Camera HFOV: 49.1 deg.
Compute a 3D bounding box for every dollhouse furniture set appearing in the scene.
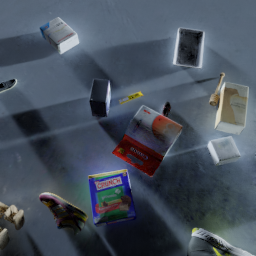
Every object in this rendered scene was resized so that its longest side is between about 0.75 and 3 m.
[{"bbox_3d":[-4.558,3.185,8.456,1.953,1.383,2.126,23,43,11],"label":"dollhouse furniture set"}]

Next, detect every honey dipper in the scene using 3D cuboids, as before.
[{"bbox_3d":[3.655,-1.610,11.368,0.325,0.325,1.713,21,59,11],"label":"honey dipper"}]

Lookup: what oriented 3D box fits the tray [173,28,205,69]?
[{"bbox_3d":[2.700,-3.502,12.392,1.217,0.251,2.267,9,62,6],"label":"tray"}]

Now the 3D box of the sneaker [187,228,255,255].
[{"bbox_3d":[2.884,3.934,8.079,2.527,0.941,1.069,24,70,22],"label":"sneaker"}]

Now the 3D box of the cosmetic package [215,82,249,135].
[{"bbox_3d":[3.956,-0.759,10.665,0.979,0.662,1.862,12,62,7],"label":"cosmetic package"}]

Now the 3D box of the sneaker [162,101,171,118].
[{"bbox_3d":[1.492,-0.756,10.765,0.317,0.484,0.838,13,62,7],"label":"sneaker"}]

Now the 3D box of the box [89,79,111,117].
[{"bbox_3d":[-1.037,-1.128,10.645,0.651,1.048,1.057,4,62,3],"label":"box"}]

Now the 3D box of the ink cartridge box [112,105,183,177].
[{"bbox_3d":[0.692,0.401,10.121,1.761,0.544,2.171,30,63,16],"label":"ink cartridge box"}]

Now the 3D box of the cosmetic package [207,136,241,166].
[{"bbox_3d":[3.374,0.817,9.905,0.819,0.503,0.816,-13,62,-5],"label":"cosmetic package"}]

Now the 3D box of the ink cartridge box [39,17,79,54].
[{"bbox_3d":[-3.056,-4.128,12.517,1.057,0.619,1.462,-38,66,-18],"label":"ink cartridge box"}]

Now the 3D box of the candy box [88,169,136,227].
[{"bbox_3d":[-0.519,2.240,9.068,1.330,0.606,1.573,-10,61,-4],"label":"candy box"}]

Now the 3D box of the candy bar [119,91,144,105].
[{"bbox_3d":[0.110,-1.208,11.220,1.043,0.116,0.260,-24,65,-11],"label":"candy bar"}]

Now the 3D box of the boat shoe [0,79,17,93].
[{"bbox_3d":[-4.996,-1.744,11.409,0.980,0.305,0.366,-32,64,-17],"label":"boat shoe"}]

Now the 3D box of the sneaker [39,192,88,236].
[{"bbox_3d":[-2.167,2.688,8.798,1.751,0.656,0.789,23,58,13],"label":"sneaker"}]
